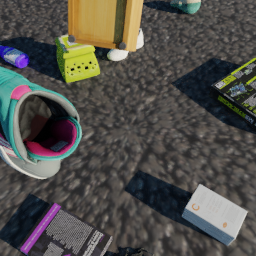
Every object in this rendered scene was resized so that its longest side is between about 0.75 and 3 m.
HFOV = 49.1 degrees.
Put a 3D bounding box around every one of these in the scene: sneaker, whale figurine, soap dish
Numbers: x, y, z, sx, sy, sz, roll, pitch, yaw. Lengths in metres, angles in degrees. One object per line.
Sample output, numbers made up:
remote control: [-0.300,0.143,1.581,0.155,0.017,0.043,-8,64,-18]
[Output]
sneaker: [-0.113,-3.172,10.457,0.651,0.765,1.729,37,60,24]
whale figurine: [2.548,-5.444,12.437,1.360,0.706,1.082,15,33,40]
sneaker: [-1.306,0.182,4.277,1.490,2.468,1.032,22,59,31]
soap dish: [-0.595,-3.058,6.770,1.880,2.390,0.971,10,38,2]

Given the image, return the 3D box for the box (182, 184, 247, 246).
box: [1.966,1.985,6.451,1.189,0.580,0.740,29,57,21]

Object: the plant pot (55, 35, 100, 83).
plant pot: [-1.784,-2.521,9.683,1.289,1.170,1.283,-18,53,-15]

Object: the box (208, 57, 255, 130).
box: [4.236,-1.097,8.950,2.359,0.561,2.278,-33,56,-23]

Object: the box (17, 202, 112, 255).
box: [-1.361,2.553,6.183,1.695,0.306,1.212,23,56,19]

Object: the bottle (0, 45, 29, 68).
bottle: [-4.263,-2.654,10.247,1.362,0.445,0.569,29,57,21]

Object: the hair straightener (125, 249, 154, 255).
hair straightener: [0.060,2.794,6.043,1.020,0.209,0.392,-10,52,-8]
